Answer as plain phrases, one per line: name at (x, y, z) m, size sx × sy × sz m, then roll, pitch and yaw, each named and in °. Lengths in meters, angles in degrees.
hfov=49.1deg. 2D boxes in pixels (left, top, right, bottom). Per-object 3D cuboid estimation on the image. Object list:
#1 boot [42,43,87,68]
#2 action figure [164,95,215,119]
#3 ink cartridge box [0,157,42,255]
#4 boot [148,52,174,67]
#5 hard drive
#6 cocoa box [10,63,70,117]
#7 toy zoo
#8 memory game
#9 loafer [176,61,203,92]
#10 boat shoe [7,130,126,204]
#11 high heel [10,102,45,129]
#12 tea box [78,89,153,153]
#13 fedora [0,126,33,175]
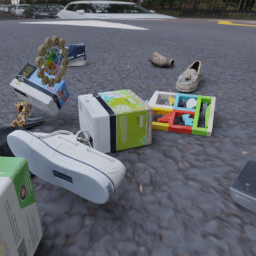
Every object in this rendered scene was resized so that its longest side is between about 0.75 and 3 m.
boot at (-3.672, -4.114, 15.858) m, size 2.645 × 1.195 × 0.962 m, roll -14°, pitch 29°, yaw -26°
action figure at (2.060, -0.724, 9.692) m, size 1.807 × 0.627 × 1.176 m, roll 2°, pitch 32°, yaw 20°
ink cartridge box at (-2.056, 1.658, 3.594) m, size 0.957 × 1.650 × 2.279 m, roll 2°, pitch 27°, yaw 5°
boot at (2.013, -3.937, 16.283) m, size 1.370 × 0.658 × 1.874 m, roll 14°, pitch 30°, yaw 13°
hard drive at (3.255, 1.398, 5.494) m, size 2.162 × 0.457 × 1.458 m, roll 18°, pitch 32°, yaw 33°
cocoa box at (-2.697, -1.188, 8.740) m, size 1.406 × 0.938 × 0.923 m, roll 27°, pitch 70°, yaw 9°
toy zoo at (1.530, -0.529, 9.005) m, size 2.364 × 0.242 × 1.551 m, roll 7°, pitch 50°, yaw 15°
memory game at (-1.745, -1.542, 6.575) m, size 0.077 × 1.209 × 1.209 m, roll 16°, pitch 30°, yaw 19°
loafer at (2.826, -2.396, 12.751) m, size 0.980 × 0.857 × 2.727 m, roll 11°, pitch 28°, yaw 21°
boat shoe at (-1.170, 0.479, 5.565) m, size 2.571 × 0.950 × 1.096 m, roll 17°, pitch 39°, yaw 26°
high heel at (-3.594, -0.436, 9.072) m, size 1.549 × 0.553 × 1.104 m, roll 30°, pitch 32°, yaw 32°
tea box at (-0.399, -0.249, 8.045) m, size 1.687 × 1.146 × 1.715 m, roll -10°, pitch 29°, yaw -20°
fedora at (-2.973, 0.540, 6.721) m, size 2.004 × 0.915 × 2.004 m, roll 0°, pitch 27°, yaw 0°
